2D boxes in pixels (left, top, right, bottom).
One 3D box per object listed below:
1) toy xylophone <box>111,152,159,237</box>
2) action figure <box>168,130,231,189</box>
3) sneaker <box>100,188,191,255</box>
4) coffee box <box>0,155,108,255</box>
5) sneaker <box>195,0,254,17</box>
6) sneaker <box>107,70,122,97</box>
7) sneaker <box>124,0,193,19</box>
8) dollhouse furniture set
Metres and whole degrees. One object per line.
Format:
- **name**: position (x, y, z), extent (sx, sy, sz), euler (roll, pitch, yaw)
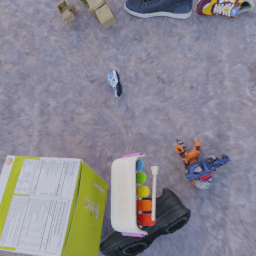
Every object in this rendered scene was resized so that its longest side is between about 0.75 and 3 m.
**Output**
- **toy xylophone**: position (0.173, 1.595, 6.772), extent (1.518, 0.521, 2.074), euler (-3, 76, 39)
- **action figure**: position (2.255, 1.037, 8.945), extent (1.927, 1.008, 1.864), euler (-5, 70, -29)
- **sneaker**: position (0.395, 2.725, 8.037), extent (2.722, 1.034, 1.235), euler (-26, 49, -9)
- **coffee box**: position (-1.950, 2.149, 7.295), extent (2.172, 2.193, 2.196), euler (0, 63, 16)
- **sneaker**: position (4.025, -5.076, 11.597), extent (2.446, 0.917, 1.102), euler (-18, 60, -7)
- **sneaker**: position (-0.503, -1.597, 10.314), extent (0.427, 0.420, 1.110), euler (-16, 62, 12)
- **sneaker**: position (1.259, -5.468, 11.177), extent (2.859, 2.066, 1.087), euler (2, 67, 3)
- **dollhouse furniture set**: position (-1.567, -4.390, 11.407), extent (1.999, 1.257, 2.260), euler (-29, 66, 14)
